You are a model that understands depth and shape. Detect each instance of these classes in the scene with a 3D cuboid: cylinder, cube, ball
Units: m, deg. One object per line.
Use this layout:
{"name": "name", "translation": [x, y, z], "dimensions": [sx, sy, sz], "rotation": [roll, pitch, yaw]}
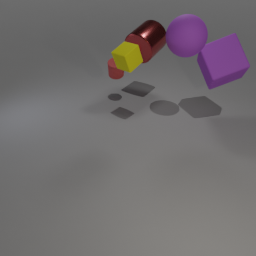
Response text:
{"name": "cylinder", "translation": [0.787, -3.783, 12.275], "dimensions": [1.400, 1.400, 1.400], "rotation": [20, 52, 29]}
{"name": "cube", "translation": [3.602, -2.507, 10.786], "dimensions": [1.400, 1.400, 1.400], "rotation": [-20, -10, 7]}
{"name": "cylinder", "translation": [-0.531, -2.631, 12.377], "dimensions": [0.700, 0.700, 0.700], "rotation": [0, 52, 1]}
{"name": "ball", "translation": [1.988, -3.124, 9.531], "dimensions": [1.400, 1.400, 1.400], "rotation": [0, 32, 0]}
{"name": "cube", "translation": [-0.022, -2.467, 9.730], "dimensions": [0.700, 0.700, 0.700], "rotation": [28, 63, 38]}
